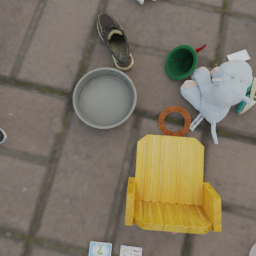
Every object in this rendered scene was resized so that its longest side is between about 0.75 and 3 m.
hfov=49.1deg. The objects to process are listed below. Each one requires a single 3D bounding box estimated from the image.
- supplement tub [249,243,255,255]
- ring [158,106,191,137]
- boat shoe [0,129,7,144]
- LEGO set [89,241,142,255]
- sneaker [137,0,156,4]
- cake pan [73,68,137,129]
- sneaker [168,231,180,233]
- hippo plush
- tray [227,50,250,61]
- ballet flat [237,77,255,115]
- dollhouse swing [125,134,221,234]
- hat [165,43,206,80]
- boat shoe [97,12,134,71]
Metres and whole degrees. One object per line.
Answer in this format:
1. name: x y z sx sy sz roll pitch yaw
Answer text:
1. supplement tub: 4.460 4.162 8.841 0.997 0.723 0.723 33 77 9
2. ring: 1.702 -0.234 10.253 1.188 0.114 1.188 -1 82 10
3. boat shoe: -5.281 -0.131 10.057 1.970 0.673 0.727 41 78 10
4. LEGO set: -0.199 4.625 8.834 2.280 0.560 1.703 6 78 2
5. sneaker: 1.218 -6.002 11.713 2.334 0.874 1.162 -32 90 -4
6. cake pan: -0.842 -1.072 10.360 2.345 0.430 2.345 -1 77 4
7. sneaker: 1.258 3.086 9.146 1.920 0.740 0.701 1 73 -1
8. hippo plush: 2.982 -1.320 9.593 2.174 2.195 2.730 30 77 8
9. tray: 4.366 -2.789 11.098 0.833 0.092 0.447 -19 76 -5
10. ballet flat: 4.582 -1.154 10.430 0.512 0.554 1.643 27 76 -3
11. dollhouse swing: 1.395 1.574 8.837 2.751 2.500 2.418 5 95 2
12. hat: 2.416 -2.511 10.998 1.557 1.371 1.290 -31 72 32
13. boat shoe: -0.481 -3.532 10.897 0.977 0.865 2.670 -25 76 -7
